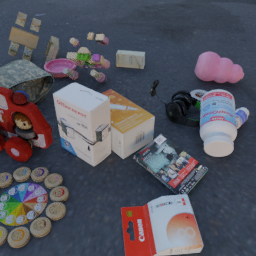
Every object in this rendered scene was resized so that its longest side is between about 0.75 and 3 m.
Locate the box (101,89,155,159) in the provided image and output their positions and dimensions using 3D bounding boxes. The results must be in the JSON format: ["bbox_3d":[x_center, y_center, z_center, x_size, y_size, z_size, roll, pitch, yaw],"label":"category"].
[{"bbox_3d":[-0.427,-0.241,10.710,1.564,1.226,2.514,-30,48,-31],"label":"box"}]

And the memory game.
[{"bbox_3d":[-3.251,2.240,8.486,2.928,0.187,2.928,0,39,0],"label":"memory game"}]

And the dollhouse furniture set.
[{"bbox_3d":[-5.209,-4.681,15.492,2.521,2.209,1.674,16,32,-25],"label":"dollhouse furniture set"}]

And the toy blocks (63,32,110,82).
[{"bbox_3d":[-1.845,-3.442,14.274,2.058,2.202,1.854,9,-3,22],"label":"toy blocks"}]

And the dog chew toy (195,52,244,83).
[{"bbox_3d":[4.562,-2.905,13.939,2.332,1.452,1.452,18,42,10],"label":"dog chew toy"}]

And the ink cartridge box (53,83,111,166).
[{"bbox_3d":[-1.521,-0.118,9.658,1.726,2.358,1.012,26,46,28],"label":"ink cartridge box"}]

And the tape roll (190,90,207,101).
[{"bbox_3d":[3.302,-1.396,12.869,0.940,0.311,0.940,1,39,-1],"label":"tape roll"}]

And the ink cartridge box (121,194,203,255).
[{"bbox_3d":[0.863,2.651,7.752,2.009,0.504,1.629,-1,39,-6],"label":"ink cartridge box"}]

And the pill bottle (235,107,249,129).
[{"bbox_3d":[4.493,-0.416,11.428,0.608,0.608,1.085,31,48,33],"label":"pill bottle"}]

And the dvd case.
[{"bbox_3d":[1.436,1.201,9.379,2.073,0.228,1.513,38,52,19],"label":"dvd case"}]

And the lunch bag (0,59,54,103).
[{"bbox_3d":[-4.867,-1.979,12.636,2.598,1.528,2.131,-35,50,-29],"label":"lunch bag"}]

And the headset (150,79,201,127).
[{"bbox_3d":[2.164,-1.063,11.710,2.674,1.256,1.651,25,44,12],"label":"headset"}]

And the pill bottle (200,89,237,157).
[{"bbox_3d":[3.346,-0.188,10.423,1.296,1.296,2.383,6,52,8],"label":"pill bottle"}]

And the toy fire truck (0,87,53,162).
[{"bbox_3d":[-4.073,-0.321,9.877,2.854,2.396,1.600,15,41,17],"label":"toy fire truck"}]

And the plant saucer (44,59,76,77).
[{"bbox_3d":[-3.598,-3.179,14.955,1.673,0.424,1.673,1,39,0],"label":"plant saucer"}]

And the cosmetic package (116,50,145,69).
[{"bbox_3d":[0.147,-3.779,15.432,1.529,0.791,0.559,7,40,10],"label":"cosmetic package"}]
